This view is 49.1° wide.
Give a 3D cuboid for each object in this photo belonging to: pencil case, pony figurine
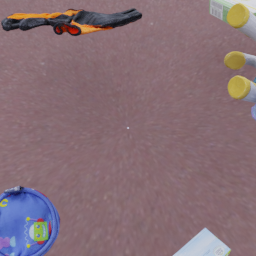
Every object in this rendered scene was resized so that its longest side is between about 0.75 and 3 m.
[{"bbox_3d":[-1.283,1.277,3.514,0.814,1.875,0.732,13,64,-9],"label":"pencil case"},{"bbox_3d":[2.661,-0.451,3.902,2.625,2.186,2.534,11,44,-29],"label":"pony figurine"}]

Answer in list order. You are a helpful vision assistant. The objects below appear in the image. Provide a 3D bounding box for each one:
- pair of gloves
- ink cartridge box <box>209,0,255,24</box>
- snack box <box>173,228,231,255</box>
[{"bbox_3d":[-1.133,-2.297,5.828,2.589,0.320,2.307,15,32,28],"label":"pair of gloves"},{"bbox_3d":[3.192,-2.984,6.700,1.987,0.477,1.446,-22,43,-9],"label":"ink cartridge box"},{"bbox_3d":[0.586,1.887,3.231,1.012,1.200,0.406,-21,42,-38],"label":"snack box"}]
